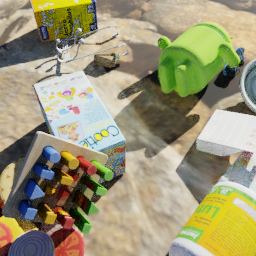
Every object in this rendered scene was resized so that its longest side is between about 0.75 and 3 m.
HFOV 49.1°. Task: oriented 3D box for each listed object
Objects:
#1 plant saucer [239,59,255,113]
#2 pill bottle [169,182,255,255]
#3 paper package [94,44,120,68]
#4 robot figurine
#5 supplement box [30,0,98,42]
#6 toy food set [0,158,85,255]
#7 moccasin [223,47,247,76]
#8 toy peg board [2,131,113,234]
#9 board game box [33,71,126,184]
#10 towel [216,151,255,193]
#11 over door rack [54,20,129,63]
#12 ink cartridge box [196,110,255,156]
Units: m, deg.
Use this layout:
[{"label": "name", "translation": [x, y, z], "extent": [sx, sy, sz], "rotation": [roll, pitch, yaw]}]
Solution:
[{"label": "plant saucer", "translation": [4.359, -1.178, 8.578], "extent": [2.048, 0.514, 2.048], "rotation": [0, 75, 0]}, {"label": "pill bottle", "translation": [1.629, 2.287, 5.334], "extent": [1.327, 1.327, 2.390], "rotation": [33, 57, 25]}, {"label": "paper package", "translation": [-0.740, -2.596, 10.123], "extent": [0.731, 0.397, 0.766], "rotation": [19, 52, 16]}, {"label": "robot figurine", "translation": [2.161, -2.236, 8.956], "extent": [2.567, 1.692, 2.926], "rotation": [19, 51, 41]}, {"label": "supplement box", "translation": [-2.508, -4.517, 11.173], "extent": [2.343, 1.275, 1.283], "rotation": [-16, 51, -13]}, {"label": "toy food set", "translation": [-2.250, 2.105, 5.830], "extent": [2.827, 0.688, 2.798], "rotation": [-36, 62, -28]}, {"label": "moccasin", "translation": [3.822, -2.261, 9.787], "extent": [0.485, 0.572, 1.422], "rotation": [20, 64, 33]}, {"label": "toy peg board", "translation": [-1.126, 1.095, 5.086], "extent": [0.774, 1.576, 1.583], "rotation": [19, 86, 52]}, {"label": "board game box", "translation": [-1.260, 0.010, 7.225], "extent": [1.427, 1.401, 2.721], "rotation": [-20, 52, -17]}, {"label": "towel", "translation": [3.629, 1.216, 6.730], "extent": [2.033, 0.572, 2.375], "rotation": [35, 61, 30]}, {"label": "over door rack", "translation": [-1.411, -3.302, 10.323], "extent": [2.532, 0.843, 1.871], "rotation": [-10, 44, -9]}, {"label": "ink cartridge box", "translation": [2.928, 0.202, 7.345], "extent": [1.823, 0.457, 1.467], "rotation": [16, 45, 32]}]
